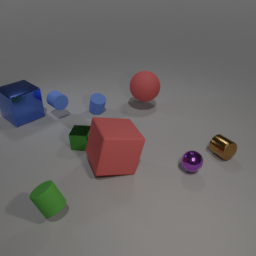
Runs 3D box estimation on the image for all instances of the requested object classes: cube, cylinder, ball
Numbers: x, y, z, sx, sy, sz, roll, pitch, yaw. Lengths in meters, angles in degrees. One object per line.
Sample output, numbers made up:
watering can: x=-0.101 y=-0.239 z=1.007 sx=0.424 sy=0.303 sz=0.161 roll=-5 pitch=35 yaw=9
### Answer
cube: x=-1.753 y=0.368 z=10.534 sx=0.700 sy=0.700 sz=0.700 roll=3 pitch=32 yaw=7
cylinder: x=-2.114 y=1.872 z=7.419 sx=0.700 sy=0.700 sz=0.700 roll=-26 pitch=20 yaw=10
cylinder: x=-1.387 y=-1.101 z=12.704 sx=0.700 sy=0.700 sz=0.700 roll=8 pitch=50 yaw=-10
ball: x=2.097 y=1.081 z=9.151 sx=0.700 sy=0.700 sz=0.700 roll=0 pitch=32 yaw=0
cube: x=-4.699 y=-1.113 z=12.257 sx=1.400 sy=1.400 sz=1.400 roll=28 pitch=41 yaw=36
ball: x=0.772 y=-1.899 z=12.769 sx=1.400 sy=1.400 sz=1.400 roll=0 pitch=32 yaw=0
cylinder: x=-3.051 y=-1.197 z=12.105 sx=0.700 sy=0.700 sz=0.700 roll=-25 pitch=37 yaw=-34
cube: x=-0.469 y=0.587 z=9.262 sx=1.400 sy=1.400 sz=1.400 roll=2 pitch=29 yaw=-25
cylinder: x=3.375 y=0.674 z=9.964 sx=0.700 sy=0.700 sz=0.700 roll=-15 pitch=31 yaw=-23
